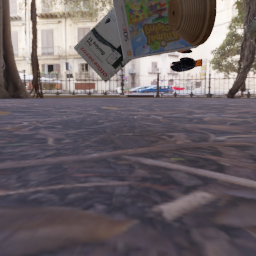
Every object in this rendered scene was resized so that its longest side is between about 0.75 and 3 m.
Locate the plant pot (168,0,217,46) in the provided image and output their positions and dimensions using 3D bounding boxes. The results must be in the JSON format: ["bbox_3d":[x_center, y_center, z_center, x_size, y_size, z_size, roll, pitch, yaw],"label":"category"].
[{"bbox_3d":[1.547,-3.009,7.321,0.780,1.690,1.690,-8,9,-13],"label":"plant pot"}]

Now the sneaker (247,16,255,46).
[{"bbox_3d":[4.168,-2.911,6.520,1.141,1.261,2.961,4,-39,-18],"label":"sneaker"}]

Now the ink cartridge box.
[{"bbox_3d":[-0.487,-3.034,9.930,2.362,1.731,0.981,-39,15,18],"label":"ink cartridge box"}]

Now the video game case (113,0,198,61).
[{"bbox_3d":[0.842,-3.370,8.645,2.397,2.182,0.264,-8,22,9],"label":"video game case"}]

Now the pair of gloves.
[{"bbox_3d":[2.514,-3.139,12.179,1.415,1.588,0.196,-7,-24,22],"label":"pair of gloves"}]
